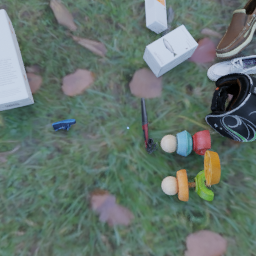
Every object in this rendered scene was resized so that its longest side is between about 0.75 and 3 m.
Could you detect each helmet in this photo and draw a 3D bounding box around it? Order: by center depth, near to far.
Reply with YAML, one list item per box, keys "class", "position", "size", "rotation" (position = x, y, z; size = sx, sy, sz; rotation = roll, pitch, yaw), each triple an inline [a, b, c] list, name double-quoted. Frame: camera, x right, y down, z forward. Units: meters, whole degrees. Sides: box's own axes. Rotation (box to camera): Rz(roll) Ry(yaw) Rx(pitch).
- class: "helmet"
  position: [3.220, -0.493, 7.819]
  size: [1.812, 1.900, 1.900]
  rotation: [32, 74, -30]

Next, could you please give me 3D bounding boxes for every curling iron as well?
- class: "curling iron"
  position: [0.601, -0.089, 8.544]
  size: [0.434, 0.224, 1.750]
  rotation: [-19, 73, 35]

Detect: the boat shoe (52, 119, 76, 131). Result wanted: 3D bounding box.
- class: "boat shoe"
  position: [-1.920, -0.086, 8.574]
  size: [0.834, 0.351, 0.286]
  rotation: [-8, 106, 31]

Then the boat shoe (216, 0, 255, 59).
- class: "boat shoe"
  position: [3.592, -3.339, 9.058]
  size: [2.632, 0.972, 0.974]
  rotation: [-48, 121, -20]

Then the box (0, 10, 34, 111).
- class: "box"
  position: [-3.679, -1.828, 8.072]
  size: [1.192, 1.521, 2.445]
  rotation: [-15, 92, -13]

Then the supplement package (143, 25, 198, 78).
- class: "supplement package"
  position: [1.332, -2.434, 8.942]
  size: [1.441, 0.845, 0.842]
  rotation: [-33, 83, -10]

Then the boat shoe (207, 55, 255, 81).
- class: "boat shoe"
  position: [3.510, -1.947, 8.927]
  size: [1.867, 0.639, 0.672]
  rotation: [-4, 74, 4]

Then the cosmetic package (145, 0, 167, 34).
- class: "cosmetic package"
  position: [0.944, -3.909, 9.447]
  size: [0.622, 0.437, 1.227]
  rotation: [12, 70, -44]

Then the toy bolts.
- class: "toy bolts"
  position: [1.592, 0.886, 7.666]
  size: [1.356, 1.868, 1.955]
  rotation: [-1, 61, 5]
